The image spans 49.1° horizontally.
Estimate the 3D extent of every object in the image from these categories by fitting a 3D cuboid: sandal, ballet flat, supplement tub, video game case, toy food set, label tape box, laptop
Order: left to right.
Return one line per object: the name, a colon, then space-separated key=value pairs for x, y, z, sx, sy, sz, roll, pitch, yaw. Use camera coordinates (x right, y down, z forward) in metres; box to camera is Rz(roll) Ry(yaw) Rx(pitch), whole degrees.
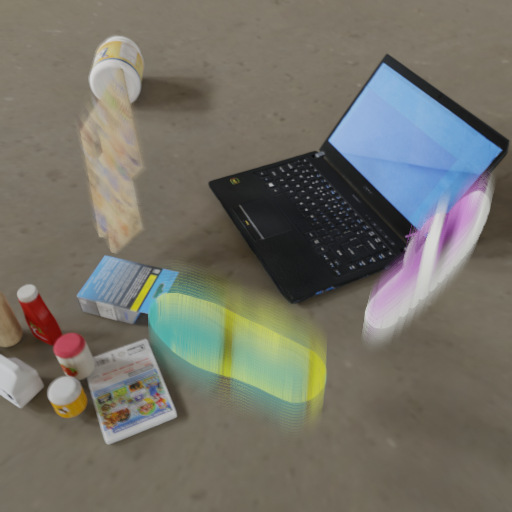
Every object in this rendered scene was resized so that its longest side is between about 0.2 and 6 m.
toy food set: x=-3.259 y=1.146 z=7.687 sx=2.471 sy=1.112 sz=1.179 roll=22 pitch=49 yaw=26
supplement tub: x=-3.267 y=-4.387 z=13.241 sx=1.133 sy=1.133 sz=1.567 roll=-3 pitch=45 yaw=-3
video game case: x=-1.785 y=1.847 z=7.807 sx=0.967 sy=0.122 sz=1.351 roll=-18 pitch=48 yaw=-17
label tape box: x=-1.983 y=0.571 z=8.852 sx=1.322 sy=0.418 sz=0.953 roll=13 pitch=47 yaw=12
ballet flat: x=-0.203 y=1.038 z=6.529 sx=2.284 sy=0.763 sz=0.766 roll=20 pitch=11 yaw=27
laptop: x=1.525 y=-1.535 z=9.826 sx=3.892 sy=2.010 sz=3.450 roll=-19 pitch=48 yaw=-18
sandal: x=1.944 y=-0.030 z=6.514 sx=0.503 sy=0.832 sz=2.046 roll=41 pitch=86 yaw=-13

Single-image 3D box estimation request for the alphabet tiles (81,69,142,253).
alphabet tiles: x=-2.242 y=-1.344 z=8.763 sx=0.089 sy=1.982 sz=2.371 roll=-5 pitch=76 yaw=-36
